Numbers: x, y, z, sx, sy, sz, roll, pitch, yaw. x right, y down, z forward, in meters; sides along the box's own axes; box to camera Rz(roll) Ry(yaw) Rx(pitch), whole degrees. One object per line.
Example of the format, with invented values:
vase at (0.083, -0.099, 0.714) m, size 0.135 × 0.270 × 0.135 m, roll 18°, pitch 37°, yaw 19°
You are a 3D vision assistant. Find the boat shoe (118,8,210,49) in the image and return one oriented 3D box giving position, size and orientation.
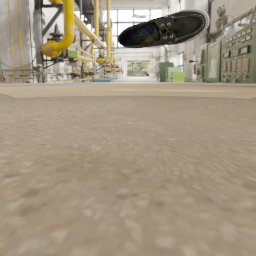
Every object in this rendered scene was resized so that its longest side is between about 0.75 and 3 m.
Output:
boat shoe at (0.567, -1.624, 4.768) m, size 1.576 × 0.541 × 0.446 m, roll -6°, pitch 21°, yaw 25°
